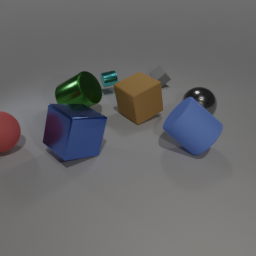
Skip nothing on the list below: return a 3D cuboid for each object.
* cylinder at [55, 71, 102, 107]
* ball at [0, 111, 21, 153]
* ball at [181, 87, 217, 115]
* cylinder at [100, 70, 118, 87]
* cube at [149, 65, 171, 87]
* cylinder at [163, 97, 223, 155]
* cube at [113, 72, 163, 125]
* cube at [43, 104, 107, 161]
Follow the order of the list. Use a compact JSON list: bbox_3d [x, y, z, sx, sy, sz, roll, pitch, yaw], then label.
[{"bbox_3d":[-2.017,-1.423,11.507,1.400,1.400,1.400,-21,18,32],"label":"cylinder"},{"bbox_3d":[-4.348,0.128,9.398,1.400,1.400,1.400,0,30,0],"label":"ball"},{"bbox_3d":[2.847,-0.948,11.265,1.400,1.400,1.400,0,30,0],"label":"ball"},{"bbox_3d":[-0.919,-2.386,13.598,0.700,0.700,0.700,-15,33,-15],"label":"cylinder"},{"bbox_3d":[1.648,-2.651,14.373,0.700,0.700,0.700,-38,54,16],"label":"cube"},{"bbox_3d":[2.118,-0.066,9.270,1.400,1.400,1.400,40,32,-8],"label":"cylinder"},{"bbox_3d":[0.443,-1.250,11.520,1.400,1.400,1.400,-30,42,-23],"label":"cube"},{"bbox_3d":[-1.753,0.076,9.173,1.400,1.400,1.400,-4,25,-46],"label":"cube"}]
